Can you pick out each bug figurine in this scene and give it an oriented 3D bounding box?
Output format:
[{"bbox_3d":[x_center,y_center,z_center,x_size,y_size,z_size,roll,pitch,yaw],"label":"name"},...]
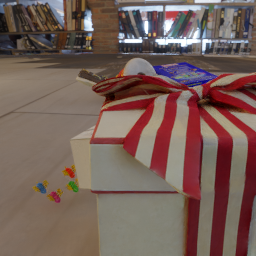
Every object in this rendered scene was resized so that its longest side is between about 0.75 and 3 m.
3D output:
[{"bbox_3d":[-1.275,1.065,5.220,0.876,0.225,0.679,-27,44,-26],"label":"bug figurine"}]

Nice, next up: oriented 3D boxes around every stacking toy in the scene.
[{"bbox_3d":[-0.073,-2.147,13.845,1.989,1.989,2.723,-15,4,-38],"label":"stacking toy"}]

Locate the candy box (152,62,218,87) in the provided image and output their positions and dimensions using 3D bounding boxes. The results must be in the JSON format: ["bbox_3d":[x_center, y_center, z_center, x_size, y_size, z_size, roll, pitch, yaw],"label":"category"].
[{"bbox_3d":[2.631,-2.320,13.747,2.292,1.044,2.710,-13,33,-21],"label":"candy box"}]

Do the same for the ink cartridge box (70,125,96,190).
[{"bbox_3d":[-0.444,0.447,5.305,0.558,0.958,1.324,-4,14,24],"label":"ink cartridge box"}]

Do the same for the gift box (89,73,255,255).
[{"bbox_3d":[0.895,0.678,3.213,2.520,2.550,2.731,-2,17,-4],"label":"gift box"}]

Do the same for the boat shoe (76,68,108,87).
[{"bbox_3d":[-1.337,-2.169,13.044,2.276,0.677,0.818,22,-7,21],"label":"boat shoe"}]
